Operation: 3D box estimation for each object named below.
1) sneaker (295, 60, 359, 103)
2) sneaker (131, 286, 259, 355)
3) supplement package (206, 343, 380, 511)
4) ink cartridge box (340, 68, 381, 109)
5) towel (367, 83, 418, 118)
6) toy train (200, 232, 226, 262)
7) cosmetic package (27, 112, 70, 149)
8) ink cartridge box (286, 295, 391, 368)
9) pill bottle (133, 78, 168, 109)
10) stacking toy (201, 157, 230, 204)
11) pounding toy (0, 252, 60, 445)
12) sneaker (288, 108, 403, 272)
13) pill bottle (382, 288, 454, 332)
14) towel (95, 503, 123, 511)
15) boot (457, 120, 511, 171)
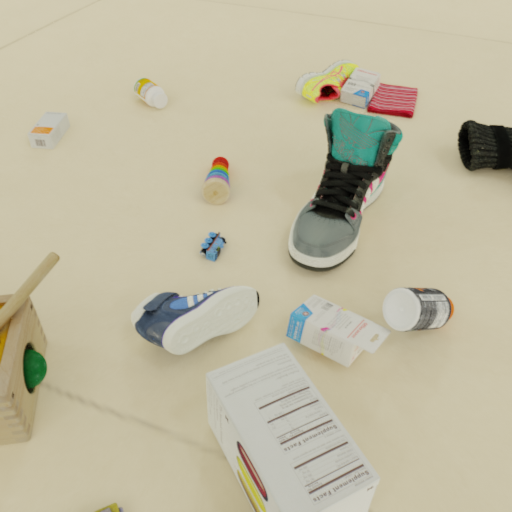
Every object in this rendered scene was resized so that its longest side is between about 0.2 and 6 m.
[{"bbox_3d":[1.933,-4.255,14.007,1.881,0.735,0.849,-28,58,-20],"label":"sneaker"},{"bbox_3d":[-0.987,0.745,8.390,1.782,0.718,1.305,-26,34,-37],"label":"sneaker"},{"bbox_3d":[0.323,2.220,6.480,1.100,1.143,2.009,-19,45,-21],"label":"supplement package"},{"bbox_3d":[2.583,-4.158,13.842,0.679,0.392,0.930,23,62,21],"label":"ink cartridge box"},{"bbox_3d":[3.406,-3.889,13.912,1.122,0.174,1.551,12,44,12],"label":"towel"},{"bbox_3d":[-0.749,-0.172,9.787,0.348,0.264,0.609,20,43,9],"label":"toy train"},{"bbox_3d":[-4.648,-2.829,12.601,0.527,0.370,1.039,4,42,5],"label":"cosmetic package"},{"bbox_3d":[1.185,1.120,8.092,1.298,0.440,0.747,24,32,25],"label":"ink cartridge box"},{"bbox_3d":[-2.572,-3.973,13.745,0.516,0.516,0.930,-28,50,-27],"label":"pill bottle"},{"bbox_3d":[-0.764,-1.574,11.177,0.559,0.559,1.309,0,35,0],"label":"stacking toy"},{"bbox_3d":[-3.602,1.227,7.294,2.144,1.524,1.974,-5,43,-6],"label":"pounding toy"},{"bbox_3d":[1.600,-1.448,9.799,1.446,2.089,3.459,17,45,18],"label":"sneaker"},{"bbox_3d":[2.434,0.782,8.216,1.184,0.629,0.629,5,31,-44],"label":"pill bottle"},{"bbox_3d":[-1.838,3.712,5.520,1.565,0.248,2.180,-15,44,-17],"label":"towel"},{"bbox_3d":[5.207,-1.925,11.146,1.843,0.927,2.465,3,31,-7],"label":"boot"}]
